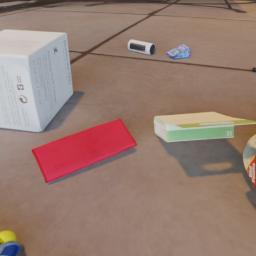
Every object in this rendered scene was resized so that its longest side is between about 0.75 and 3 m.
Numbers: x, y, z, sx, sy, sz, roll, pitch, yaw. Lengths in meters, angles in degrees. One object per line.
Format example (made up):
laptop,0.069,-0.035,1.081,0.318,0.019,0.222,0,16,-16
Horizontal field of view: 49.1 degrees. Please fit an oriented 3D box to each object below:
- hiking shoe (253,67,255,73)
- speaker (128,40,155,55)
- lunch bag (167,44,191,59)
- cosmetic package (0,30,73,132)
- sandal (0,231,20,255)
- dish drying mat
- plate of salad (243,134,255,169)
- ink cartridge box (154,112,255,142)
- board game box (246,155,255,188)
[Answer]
hiking shoe,5.803,-2.571,12.120,0.791,0.294,0.343,-2,33,-3
speaker,0.702,-4.170,14.454,1.413,0.574,0.574,23,38,31
lunch bag,2.461,-3.715,13.930,1.044,0.491,0.786,-20,36,-8
cosmetic package,-3.293,-1.591,8.656,2.250,2.264,2.705,5,32,9
sandal,-2.204,2.260,3.962,0.780,0.712,1.792,25,41,28
dish drying mat,-1.005,0.484,6.811,2.398,0.218,0.921,-20,63,-27
plate of salad,3.745,0.909,6.172,2.349,0.564,2.349,-3,45,3
ink cartridge box,1.780,0.019,6.847,1.791,0.590,2.461,-4,11,-7
board game box,3.813,0.780,4.116,2.445,2.447,2.445,-6,49,-10
